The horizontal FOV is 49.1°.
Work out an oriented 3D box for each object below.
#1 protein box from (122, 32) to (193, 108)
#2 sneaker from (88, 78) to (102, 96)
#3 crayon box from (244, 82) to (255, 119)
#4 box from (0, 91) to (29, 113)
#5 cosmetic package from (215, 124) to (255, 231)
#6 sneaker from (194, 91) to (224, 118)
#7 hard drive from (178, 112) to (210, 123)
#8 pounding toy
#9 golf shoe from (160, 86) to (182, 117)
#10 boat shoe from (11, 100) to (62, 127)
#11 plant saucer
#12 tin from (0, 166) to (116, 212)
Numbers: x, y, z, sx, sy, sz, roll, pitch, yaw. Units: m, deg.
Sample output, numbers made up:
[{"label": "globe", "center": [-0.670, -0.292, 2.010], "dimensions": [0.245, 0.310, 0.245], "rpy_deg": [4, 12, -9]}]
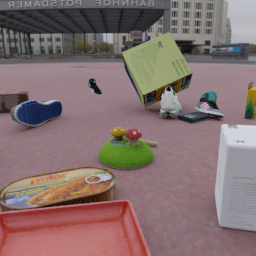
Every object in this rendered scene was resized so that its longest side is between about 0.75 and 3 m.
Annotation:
[{"label": "protein box", "center": [1.423, -2.849, 14.023], "dimensions": [2.555, 2.536, 1.724], "rpy_deg": [-24, -17, -2]}, {"label": "sneaker", "center": [-1.404, -1.766, 11.810], "dimensions": [0.322, 0.493, 0.881], "rpy_deg": [-27, 56, -35]}, {"label": "crayon box", "center": [5.593, -1.261, 12.579], "dimensions": [0.395, 1.555, 0.987], "rpy_deg": [11, 21, 31]}, {"label": "box", "center": [-5.796, -1.264, 13.669], "dimensions": [1.853, 0.928, 0.694], "rpy_deg": [-3, 17, -11]}, {"label": "cosmetic package", "center": [2.443, 0.896, 5.347], "dimensions": [1.345, 1.630, 1.343], "rpy_deg": [4, 17, 12]}, {"label": "sneaker", "center": [3.837, -1.121, 12.784], "dimensions": [0.745, 1.075, 1.781], "rpy_deg": [15, 9, -27]}, {"label": "hard drive", "center": [2.911, -0.477, 12.327], "dimensions": [1.212, 0.199, 0.846], "rpy_deg": [-13, 21, -36]}, {"label": "pounding toy", "center": [0.004, 0.353, 8.285], "dimensions": [1.607, 0.966, 2.082], "rpy_deg": [5, 18, 14]}, {"label": "golf shoe", "center": [2.049, -1.348, 13.269], "dimensions": [1.055, 1.311, 2.696], "rpy_deg": [0, 13, 7]}, {"label": "boat shoe", "center": [-3.945, -0.632, 11.719], "dimensions": [1.041, 1.039, 2.877], "rpy_deg": [1, 6, 20]}, {"label": "plant saucer", "center": [-0.913, 1.937, 4.009], "dimensions": [2.396, 0.440, 2.392], "rpy_deg": [-2, 17, -11]}, {"label": "tin", "center": [-1.412, 1.358, 5.899], "dimensions": [2.394, 0.501, 1.340], "rpy_deg": [-7, 23, -22]}]
